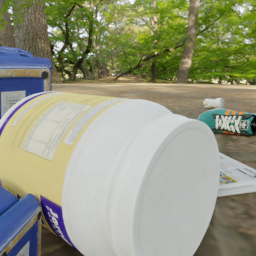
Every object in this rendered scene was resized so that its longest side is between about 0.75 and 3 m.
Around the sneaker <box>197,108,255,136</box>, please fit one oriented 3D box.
[{"bbox_3d":[3.429,-0.187,8.908,2.307,0.823,0.922,1,7,0],"label":"sneaker"}]

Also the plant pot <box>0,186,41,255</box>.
[{"bbox_3d":[-1.296,1.065,2.311,0.923,1.027,1.027,8,12,7],"label":"plant pot"}]

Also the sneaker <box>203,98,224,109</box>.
[{"bbox_3d":[4.491,-1.242,14.826,1.052,0.671,1.821,3,2,22],"label":"sneaker"}]

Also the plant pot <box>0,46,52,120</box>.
[{"bbox_3d":[-3.673,-0.844,7.850,2.460,2.736,2.736,19,21,39],"label":"plant pot"}]

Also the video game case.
[{"bbox_3d":[1.418,0.829,5.423,1.741,0.219,1.913,-3,13,-16],"label":"video game case"}]

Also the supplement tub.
[{"bbox_3d":[-0.352,0.475,3.315,2.376,1.727,1.727,11,16,42],"label":"supplement tub"}]
